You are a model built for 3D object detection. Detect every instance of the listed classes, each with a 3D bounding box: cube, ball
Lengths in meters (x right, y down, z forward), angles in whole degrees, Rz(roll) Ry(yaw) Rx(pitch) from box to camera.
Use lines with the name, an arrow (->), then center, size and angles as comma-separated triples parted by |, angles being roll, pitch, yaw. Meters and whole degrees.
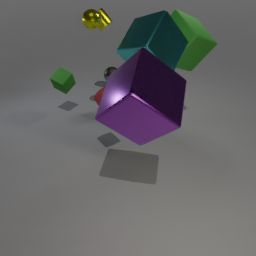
cube -> -2.769, -2.016, 11.937 | 0.700, 0.700, 0.700 | 28, 68, 16
cube -> 0.782, -2.574, 8.847 | 1.400, 1.400, 1.400 | 9, 67, 49
cube -> 2.005, -3.094, 10.067 | 1.400, 1.400, 1.400 | -2, 54, -45
ball -> -1.321, -3.950, 10.183 | 0.700, 0.700, 0.700 | 0, 32, 0
cube -> 0.319, -0.656, 6.463 | 1.400, 1.400, 1.400 | 31, 54, -25
ball -> -0.671, -2.230, 11.794 | 0.700, 0.700, 0.700 | 0, 32, 0

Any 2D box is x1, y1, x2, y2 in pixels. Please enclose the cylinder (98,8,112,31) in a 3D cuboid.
cylinder -> -1.158, -4.674, 12.099 | 0.700, 0.700, 0.700 | -37, 22, 17

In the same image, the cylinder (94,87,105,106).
cylinder -> -0.610, -0.852, 8.873 | 0.700, 0.700, 0.700 | -25, 70, -34
